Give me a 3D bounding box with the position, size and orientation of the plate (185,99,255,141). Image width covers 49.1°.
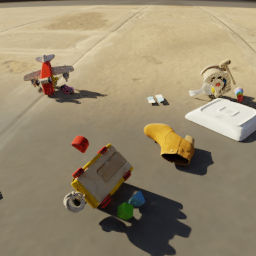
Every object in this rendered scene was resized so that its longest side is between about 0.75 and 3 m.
[{"bbox_3d":[3.677,-0.482,10.337,2.287,0.370,2.282,-25,40,-36],"label":"plate"}]

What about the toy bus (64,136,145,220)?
[{"bbox_3d":[-0.777,1.305,6.633,2.019,1.043,1.905,15,47,-32],"label":"toy bus"}]

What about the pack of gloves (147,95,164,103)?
[{"bbox_3d":[1.160,-1.169,11.782,0.633,0.149,0.753,-10,26,1],"label":"pack of gloves"}]

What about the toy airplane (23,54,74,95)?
[{"bbox_3d":[-3.598,-2.421,12.717,1.831,1.292,1.823,31,74,23],"label":"toy airplane"}]

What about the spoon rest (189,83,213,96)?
[{"bbox_3d":[3.248,-1.635,12.121,1.197,0.595,0.363,-20,13,-19],"label":"spoon rest"}]

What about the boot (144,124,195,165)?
[{"bbox_3d":[1.134,0.470,8.460,1.752,0.617,1.254,17,32,17],"label":"boot"}]

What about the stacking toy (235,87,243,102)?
[{"bbox_3d":[4.762,-1.405,11.939,0.363,0.363,0.850,7,35,12],"label":"stacking toy"}]

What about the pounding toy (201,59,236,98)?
[{"bbox_3d":[3.602,-1.857,11.219,1.070,1.871,1.073,-17,51,8],"label":"pounding toy"}]

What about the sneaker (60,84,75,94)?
[{"bbox_3d":[-2.784,-1.719,12.539,0.792,0.313,0.378,18,46,29],"label":"sneaker"}]
